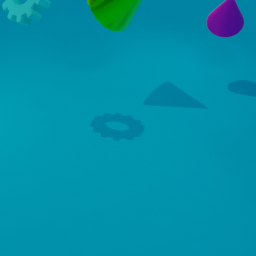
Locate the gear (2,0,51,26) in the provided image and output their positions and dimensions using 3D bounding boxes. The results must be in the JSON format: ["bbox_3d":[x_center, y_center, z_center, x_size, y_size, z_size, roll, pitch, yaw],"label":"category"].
[{"bbox_3d":[-2.110,-2.888,5.848,1.388,1.388,0.257,30,15,30],"label":"gear"}]

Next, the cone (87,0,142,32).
[{"bbox_3d":[0.077,-3.473,6.977,1.633,1.627,1.627,-6,28,47],"label":"cone"}]

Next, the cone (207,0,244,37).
[{"bbox_3d":[2.769,-3.266,7.723,1.055,1.059,1.055,-3,72,8],"label":"cone"}]
